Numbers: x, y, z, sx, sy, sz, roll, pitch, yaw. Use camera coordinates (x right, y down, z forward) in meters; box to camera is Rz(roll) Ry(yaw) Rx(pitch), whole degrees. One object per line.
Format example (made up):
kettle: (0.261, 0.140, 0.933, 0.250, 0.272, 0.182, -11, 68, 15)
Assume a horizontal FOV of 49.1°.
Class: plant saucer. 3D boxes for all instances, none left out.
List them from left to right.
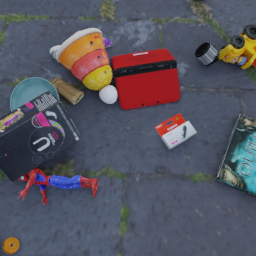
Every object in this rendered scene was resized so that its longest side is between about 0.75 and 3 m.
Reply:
plant saucer: (-3.446, -0.934, 10.515, 1.892, 0.340, 1.892, 0, 88, 5)

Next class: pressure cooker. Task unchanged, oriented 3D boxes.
pressure cooker: (3.200, -2.913, 11.235, 0.843, 0.753, 0.742, 35, 42, -25)

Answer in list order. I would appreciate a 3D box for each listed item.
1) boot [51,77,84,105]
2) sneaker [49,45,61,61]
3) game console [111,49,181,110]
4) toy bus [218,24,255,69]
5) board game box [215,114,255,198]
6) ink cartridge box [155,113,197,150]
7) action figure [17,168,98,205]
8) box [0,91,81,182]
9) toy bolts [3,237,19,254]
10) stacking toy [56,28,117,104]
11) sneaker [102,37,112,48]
boot: (-2.548, -1.300, 10.852, 1.289, 0.426, 1.129, 35, 72, 12)
sneaker: (-2.457, -3.237, 11.610, 1.496, 0.553, 0.593, -25, 80, -3)
game console: (0.683, -2.020, 11.242, 2.433, 1.444, 2.096, -9, 37, -4)
toy bus: (4.780, -2.995, 11.233, 1.801, 1.222, 1.729, -36, 88, -11)
board game box: (4.381, 0.980, 9.956, 1.801, 0.375, 2.662, 24, 70, 9)
ink cartridge box: (1.758, 0.068, 10.390, 1.196, 0.260, 1.038, -29, 72, -11)
action figure: (-2.450, 2.067, 9.206, 2.679, 0.874, 1.326, 12, 54, 5)
box: (-3.220, 0.216, 9.346, 2.687, 1.642, 1.425, -33, 34, -12)
toy bolts: (-4.058, 3.984, 8.734, 1.080, 0.784, 1.131, 17, 50, -37)
stacking toy: (-1.240, -2.162, 10.737, 2.025, 2.025, 2.772, -33, 90, -12)
sneaker: (-1.150, -3.739, 11.826, 0.964, 0.426, 0.388, 23, 69, 8)
